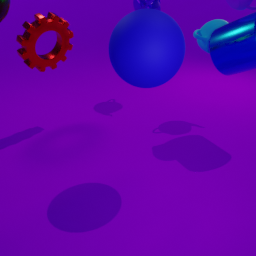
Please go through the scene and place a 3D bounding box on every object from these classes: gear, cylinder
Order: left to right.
[{"bbox_3d":[-2.201,-2.290,7.562,1.568,1.568,0.290,-25,54,-39],"label":"gear"},{"bbox_3d":[2.909,-2.056,6.908,1.283,1.283,1.283,-22,9,-35],"label":"cylinder"}]

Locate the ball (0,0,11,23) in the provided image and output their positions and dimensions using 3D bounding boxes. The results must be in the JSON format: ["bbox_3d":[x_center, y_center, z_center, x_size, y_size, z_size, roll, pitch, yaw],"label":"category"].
[{"bbox_3d":[-2.920,-2.562,5.415,1.198,1.198,1.198,0,28,0],"label":"ball"}]

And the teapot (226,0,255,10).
[{"bbox_3d":[2.674,-3.297,6.636,0.645,1.318,0.819,-34,-13,4],"label":"teapot"}]

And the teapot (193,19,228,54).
[{"bbox_3d":[2.597,-2.564,8.128,1.621,1.008,0.794,7,52,-19],"label":"teapot"}]

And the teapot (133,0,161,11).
[{"bbox_3d":[0.704,-4.101,9.350,0.830,1.054,1.695,-28,4,-6],"label":"teapot"}]

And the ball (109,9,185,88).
[{"bbox_3d":[0.336,-1.409,5.052,1.371,1.371,1.371,0,28,0],"label":"ball"}]
